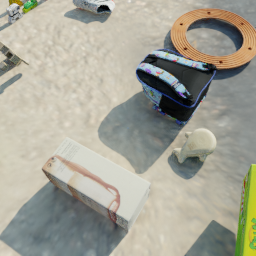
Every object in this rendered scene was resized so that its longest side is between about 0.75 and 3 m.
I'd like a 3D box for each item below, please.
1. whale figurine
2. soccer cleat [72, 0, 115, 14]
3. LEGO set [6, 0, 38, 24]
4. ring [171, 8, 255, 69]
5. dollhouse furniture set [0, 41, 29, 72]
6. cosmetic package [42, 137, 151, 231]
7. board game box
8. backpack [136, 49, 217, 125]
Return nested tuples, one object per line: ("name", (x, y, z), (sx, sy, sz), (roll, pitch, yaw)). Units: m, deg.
("whale figurine", (1.712, 0.492, 7.144), (1.086, 0.563, 0.864), (-33, 67, 8))
("soccer cleat", (-1.254, -4.438, 10.105), (1.569, 0.538, 0.668), (7, 55, -1))
("LEGO set", (-3.782, -4.845, 10.126), (0.832, 0.895, 2.181), (31, 63, 18))
("ring", (2.873, -3.002, 9.372), (2.914, 0.280, 2.914), (0, 59, 1))
("dollhouse furniture set", (-4.147, -1.696, 8.559), (1.568, 0.897, 1.838), (37, 89, 21))
("cosmetic package", (-0.675, 1.251, 6.259), (2.184, 1.129, 0.953), (26, 63, 17))
("board game box", (2.358, 2.211, 5.083), (0.664, 1.416, 2.787), (8, 71, 19))
("backpack", (1.173, -1.219, 7.675), (1.879, 1.264, 1.716), (29, 63, 16))
